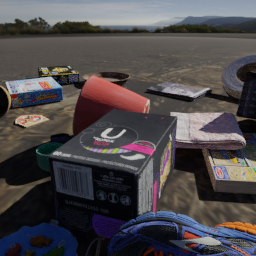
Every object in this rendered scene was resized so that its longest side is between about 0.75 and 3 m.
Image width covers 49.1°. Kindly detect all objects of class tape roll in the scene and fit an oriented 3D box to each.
[{"bbox_3d":[5.908,-2.464,13.298,2.764,0.505,2.764,-17,45,17],"label":"tape roll"}]

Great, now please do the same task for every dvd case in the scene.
[{"bbox_3d":[2.586,-1.907,14.114,2.660,0.212,1.978,18,28,36],"label":"dvd case"}]

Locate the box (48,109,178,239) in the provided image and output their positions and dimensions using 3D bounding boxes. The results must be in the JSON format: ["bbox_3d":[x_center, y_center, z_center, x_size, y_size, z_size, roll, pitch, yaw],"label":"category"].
[{"bbox_3d":[-0.103,0.756,5.964,1.738,1.508,2.844,8,23,20],"label":"box"}]

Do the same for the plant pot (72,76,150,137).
[{"bbox_3d":[-0.411,-0.350,8.330,1.823,2.060,2.060,16,25,8],"label":"plant pot"}]

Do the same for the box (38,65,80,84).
[{"bbox_3d":[-4.157,-3.145,16.571,2.084,0.644,2.610,-9,24,-18],"label":"box"}]

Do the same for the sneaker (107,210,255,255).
[{"bbox_3d":[0.934,1.893,4.064,2.566,0.967,1.006,0,29,7],"label":"sneaker"}]

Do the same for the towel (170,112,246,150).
[{"bbox_3d":[2.234,0.002,8.401,2.136,0.361,2.237,1,23,12],"label":"towel"}]

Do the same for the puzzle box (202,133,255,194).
[{"bbox_3d":[2.972,0.800,7.379,1.836,0.351,2.760,2,23,6],"label":"puzzle box"}]

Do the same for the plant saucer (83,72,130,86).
[{"bbox_3d":[-1.216,-2.749,15.882,2.654,0.426,2.654,1,23,0],"label":"plant saucer"}]

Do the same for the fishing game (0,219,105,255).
[{"bbox_3d":[-1.514,2.032,4.481,2.165,0.337,1.550,2,25,3],"label":"fishing game"}]

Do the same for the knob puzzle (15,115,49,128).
[{"bbox_3d":[-3.666,-0.350,10.409,1.222,0.169,1.222,0,23,0],"label":"knob puzzle"}]

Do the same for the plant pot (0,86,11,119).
[{"bbox_3d":[-5.149,-1.091,10.829,1.454,1.454,1.561,-3,12,-7],"label":"plant pot"}]

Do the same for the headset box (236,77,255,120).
[{"bbox_3d":[5.042,-0.722,8.963,2.802,1.300,2.440,15,9,30],"label":"headset box"}]

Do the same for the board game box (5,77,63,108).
[{"bbox_3d":[-4.384,-1.719,12.995,2.199,0.628,2.246,-11,26,-23],"label":"board game box"}]

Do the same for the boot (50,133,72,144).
[{"bbox_3d":[-1.581,0.439,7.899,1.294,0.627,0.483,-10,25,-23],"label":"boot"}]

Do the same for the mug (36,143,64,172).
[{"bbox_3d":[-1.877,0.790,7.153,0.897,0.555,0.737,13,25,27],"label":"mug"}]

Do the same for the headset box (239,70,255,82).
[{"bbox_3d":[7.179,-2.639,14.791,2.039,1.029,2.744,4,23,9],"label":"headset box"}]
